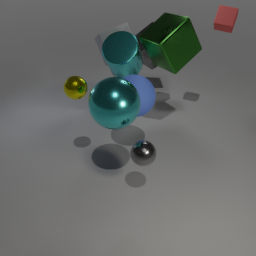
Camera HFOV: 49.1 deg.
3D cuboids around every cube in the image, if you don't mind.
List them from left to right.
[{"bbox_3d":[-0.551,-3.777,12.786,1.400,1.400,1.400,-25,15,-8],"label":"cube"},{"bbox_3d":[1.219,-4.048,13.929,1.400,1.400,1.400,23,56,-37],"label":"cube"},{"bbox_3d":[1.520,-3.060,10.076,1.400,1.400,1.400,-44,41,-4],"label":"cube"},{"bbox_3d":[3.691,-4.103,10.572,0.700,0.700,0.700,20,5,17],"label":"cube"}]

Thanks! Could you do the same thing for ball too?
[{"bbox_3d":[-1.529,-1.176,8.187,0.700,0.700,0.700,0,31,0],"label":"ball"},{"bbox_3d":[-0.361,-0.656,7.488,1.400,1.400,1.400,0,31,0],"label":"ball"},{"bbox_3d":[0.211,-1.053,9.261,1.400,1.400,1.400,0,31,0],"label":"ball"},{"bbox_3d":[0.410,0.672,7.497,0.700,0.700,0.700,0,31,0],"label":"ball"}]

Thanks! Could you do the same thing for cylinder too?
[{"bbox_3d":[-0.187,-2.801,10.947,1.400,1.400,1.400,-2,75,9],"label":"cylinder"}]
